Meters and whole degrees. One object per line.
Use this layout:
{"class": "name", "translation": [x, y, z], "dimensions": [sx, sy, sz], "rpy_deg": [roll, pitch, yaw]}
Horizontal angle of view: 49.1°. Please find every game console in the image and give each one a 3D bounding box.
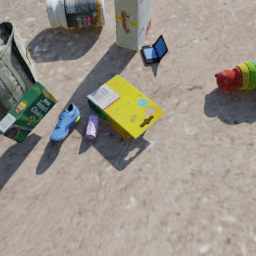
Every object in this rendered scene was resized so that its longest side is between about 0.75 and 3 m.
{"class": "game console", "translation": [1.157, -3.498, 12.406], "dimensions": [0.962, 0.662, 1.116], "rpy_deg": [-10, 58, -6]}

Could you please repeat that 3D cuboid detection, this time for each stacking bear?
{"class": "stacking bear", "translation": [4.626, -2.037, 11.275], "dimensions": [2.148, 1.221, 1.304], "rpy_deg": [-10, 59, 0]}

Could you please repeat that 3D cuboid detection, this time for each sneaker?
{"class": "sneaker", "translation": [-2.371, -0.204, 10.148], "dimensions": [0.575, 0.683, 1.743], "rpy_deg": [4, 43, 28]}

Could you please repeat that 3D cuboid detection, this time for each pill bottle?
{"class": "pill bottle", "translation": [-2.397, -5.471, 13.132], "dimensions": [2.574, 1.498, 1.498], "rpy_deg": [-6, 59, -3]}

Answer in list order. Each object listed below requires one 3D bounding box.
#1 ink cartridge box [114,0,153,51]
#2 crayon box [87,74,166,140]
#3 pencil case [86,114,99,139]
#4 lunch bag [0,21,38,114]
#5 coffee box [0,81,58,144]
{"class": "ink cartridge box", "translation": [0.278, -5.083, 12.202], "dimensions": [1.107, 2.654, 1.927], "rpy_deg": [20, 60, 12]}
{"class": "crayon box", "translation": [-0.092, -0.724, 10.687], "dimensions": [1.664, 0.666, 2.622], "rpy_deg": [-39, 65, -21]}
{"class": "pencil case", "translation": [-1.330, -0.052, 10.436], "dimensions": [0.395, 0.403, 0.942], "rpy_deg": [3, 59, 3]}
{"class": "lunch bag", "translation": [-4.610, -2.283, 10.652], "dimensions": [1.687, 2.354, 2.870], "rpy_deg": [13, 60, 14]}
{"class": "coffee box", "translation": [-3.436, -0.509, 9.709], "dimensions": [0.464, 1.298, 2.111], "rpy_deg": [37, 80, 14]}
